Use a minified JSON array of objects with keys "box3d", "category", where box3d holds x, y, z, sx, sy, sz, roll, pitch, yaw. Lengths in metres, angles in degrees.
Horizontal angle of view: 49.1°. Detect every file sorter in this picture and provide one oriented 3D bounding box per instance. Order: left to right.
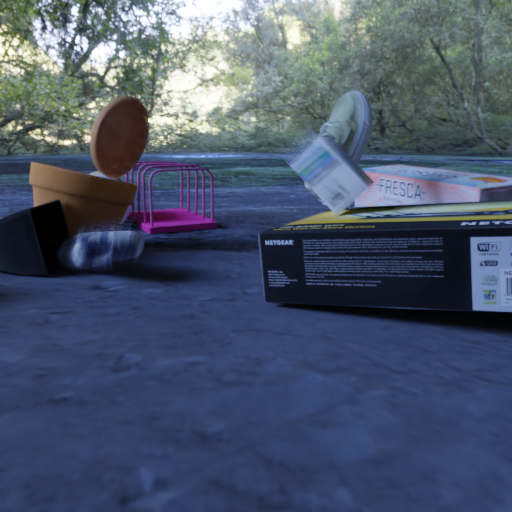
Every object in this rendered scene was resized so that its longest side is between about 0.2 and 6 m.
[{"box3d":[-2.443,-1.713,15.447,1.859,1.678,2.675,-6,15,-26],"category":"file sorter"}]

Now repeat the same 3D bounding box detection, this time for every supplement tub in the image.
[{"box3d":[-4.175,-1.543,15.227,1.451,1.451,2.006,-4,13,-15],"category":"supplement tub"}]

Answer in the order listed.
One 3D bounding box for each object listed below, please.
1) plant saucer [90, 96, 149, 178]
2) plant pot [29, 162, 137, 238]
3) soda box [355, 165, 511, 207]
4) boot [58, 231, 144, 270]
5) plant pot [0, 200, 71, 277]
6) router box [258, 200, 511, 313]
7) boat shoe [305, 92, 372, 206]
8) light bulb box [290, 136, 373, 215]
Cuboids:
[{"box3d":[-2.829,-2.445,11.459,0.317,1.696,1.696,23,21,20],"category":"plant saucer"},{"box3d":[-3.815,-1.018,12.091,2.235,1.565,2.235,12,4,-1],"category":"plant pot"},{"box3d":[4.150,-1.188,13.339,1.485,1.598,4.672,-10,16,-20],"category":"soda box"},{"box3d":[-3.019,-0.136,10.039,1.881,0.684,0.850,-11,-3,24],"category":"boot"},{"box3d":[-4.372,-0.288,10.698,1.132,1.276,1.273,-9,13,8],"category":"plant pot"},{"box3d":[2.800,-0.132,8.889,4.446,1.161,3.495,0,10,29],"category":"router box"},{"box3d":[1.668,-2.302,11.289,0.832,2.683,0.966,30,-27,-34],"category":"boat shoe"},{"box3d":[1.346,-1.437,9.809,0.735,1.178,1.167,-43,-2,20],"category":"light bulb box"}]
